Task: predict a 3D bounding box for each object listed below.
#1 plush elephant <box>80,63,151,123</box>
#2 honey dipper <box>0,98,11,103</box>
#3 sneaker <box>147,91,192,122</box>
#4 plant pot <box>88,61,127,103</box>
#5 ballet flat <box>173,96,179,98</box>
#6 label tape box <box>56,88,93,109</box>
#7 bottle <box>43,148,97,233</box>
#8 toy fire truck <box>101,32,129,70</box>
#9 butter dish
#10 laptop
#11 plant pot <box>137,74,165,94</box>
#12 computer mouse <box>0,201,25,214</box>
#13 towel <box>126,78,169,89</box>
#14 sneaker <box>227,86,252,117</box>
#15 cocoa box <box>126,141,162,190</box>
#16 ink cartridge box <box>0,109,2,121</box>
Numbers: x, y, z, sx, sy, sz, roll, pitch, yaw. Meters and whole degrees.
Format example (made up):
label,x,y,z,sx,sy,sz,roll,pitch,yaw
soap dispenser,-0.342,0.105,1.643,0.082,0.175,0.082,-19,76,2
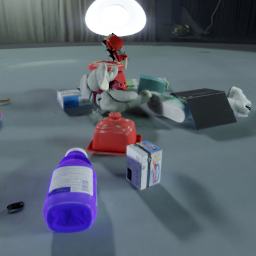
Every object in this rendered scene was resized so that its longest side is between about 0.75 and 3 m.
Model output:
label,x,y,z,sx,sy,sz,roll,pitch,yaw
plush elephant,-0.868,-1.731,12.212,2.842,2.200,2.341,-28,17,-37
honey dipper,-6.847,-1.201,13.719,0.425,0.425,2.239,18,25,37
sneaker,2.041,-1.081,12.618,1.509,0.942,2.558,-21,38,-34
plant pot,-1.091,-2.511,14.896,2.154,1.961,2.154,1,20,-1
ballet flat,2.041,-1.192,13.618,1.645,0.611,0.611,-20,29,-37
label tape box,-2.805,-1.645,14.396,1.523,0.668,2.112,-9,24,-22
bottle,-1.312,1.318,6.743,1.106,0.864,2.647,0,22,-8
toy fire truck,-0.333,-2.799,10.424,1.242,1.094,0.799,35,75,35
butter dish,-0.422,0.082,9.307,1.700,1.260,1.704,3,22,9
laptop,3.193,-0.905,12.087,1.999,1.237,2.135,-10,17,-20
plant pot,1.317,-2.330,15.755,1.463,1.034,1.033,9,22,1
computer mouse,-2.872,1.876,6.293,1.093,0.186,0.320,-20,28,-41
towel,1.122,-2.801,17.808,2.708,0.416,2.020,-3,20,0
sneaker,5.062,-1.104,12.935,1.176,1.006,2.701,16,34,18
cocoa box,0.416,0.966,7.403,0.679,1.034,0.690,-14,27,-32
ink cartridge box,-5.769,-0.300,11.184,1.002,0.561,1.469,-3,20,-8
